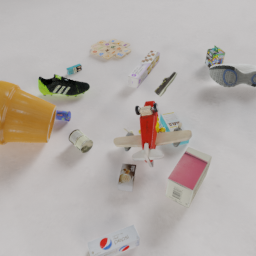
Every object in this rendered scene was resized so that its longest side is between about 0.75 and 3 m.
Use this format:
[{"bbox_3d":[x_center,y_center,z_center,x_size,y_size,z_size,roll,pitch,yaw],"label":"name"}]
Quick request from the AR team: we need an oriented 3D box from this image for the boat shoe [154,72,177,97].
[{"bbox_3d":[1.696,-2.027,12.600,0.398,1.322,0.471,41,19,10],"label":"boat shoe"}]

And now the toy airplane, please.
[{"bbox_3d":[0.869,0.364,10.276,2.254,1.597,2.263,-48,61,-1],"label":"toy airplane"}]

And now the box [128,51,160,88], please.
[{"bbox_3d":[0.863,-3.089,14.475,0.566,0.606,2.924,19,46,19],"label":"box"}]

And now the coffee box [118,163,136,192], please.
[{"bbox_3d":[-0.020,1.684,9.565,0.519,0.362,0.907,7,43,8],"label":"coffee box"}]

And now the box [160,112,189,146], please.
[{"bbox_3d":[1.871,0.004,11.332,0.653,0.390,1.587,-10,44,-11],"label":"box"}]

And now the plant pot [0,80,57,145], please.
[{"bbox_3d":[-3.940,-0.378,10.581,2.157,2.356,2.356,13,43,-9],"label":"plant pot"}]

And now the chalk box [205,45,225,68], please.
[{"bbox_3d":[4.629,-3.805,14.832,0.699,1.128,0.704,-11,44,-12],"label":"chalk box"}]

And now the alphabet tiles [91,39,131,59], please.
[{"bbox_3d":[-1.000,-4.627,16.410,2.281,0.166,2.231,25,48,24],"label":"alphabet tiles"}]

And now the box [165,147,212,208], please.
[{"bbox_3d":[1.977,1.588,9.181,0.877,1.030,1.610,23,48,23],"label":"box"}]

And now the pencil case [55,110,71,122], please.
[{"bbox_3d":[-2.989,-0.553,11.804,1.144,0.497,0.446,7,77,2],"label":"pencil case"}]

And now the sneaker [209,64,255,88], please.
[{"bbox_3d":[5.409,-2.685,13.889,2.953,1.100,1.286,7,33,-4],"label":"sneaker"}]

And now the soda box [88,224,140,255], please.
[{"bbox_3d":[-0.391,3.247,7.855,1.403,0.446,0.478,-16,45,-16],"label":"soda box"}]

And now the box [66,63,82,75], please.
[{"bbox_3d":[-2.805,-3.073,14.645,0.799,0.329,0.196,-28,50,-26],"label":"box"}]

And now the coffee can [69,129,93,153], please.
[{"bbox_3d":[-1.798,0.497,10.667,0.582,0.582,0.795,-33,52,-30],"label":"coffee can"}]

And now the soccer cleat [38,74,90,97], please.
[{"bbox_3d":[-2.994,-2.009,13.042,2.390,0.969,0.807,-2,43,-2],"label":"soccer cleat"}]
